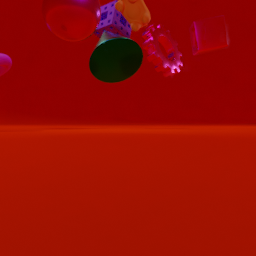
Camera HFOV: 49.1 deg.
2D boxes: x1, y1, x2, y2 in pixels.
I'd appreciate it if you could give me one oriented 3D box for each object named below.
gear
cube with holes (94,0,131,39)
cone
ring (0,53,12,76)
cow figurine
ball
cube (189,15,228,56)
[{"bbox_3d":[1.338,-2.948,10.627,0.367,1.986,1.986,-22,-14,41],"label":"gear"},{"bbox_3d":[-0.589,-4.049,10.925,1.064,1.064,1.064,-3,-20,39],"label":"cube with holes"},{"bbox_3d":[-0.512,-2.401,8.153,1.536,1.542,1.536,-12,-36,-9],"label":"cone"},{"bbox_3d":[-4.338,-1.708,8.367,1.755,0.351,1.755,-27,5,3],"label":"ring"},{"bbox_3d":[0.116,-3.772,8.468,0.877,1.598,1.572,-30,22,24],"label":"cow figurine"},{"bbox_3d":[-0.969,-2.017,4.852,1.001,1.001,1.001,0,1,0],"label":"ball"},{"bbox_3d":[2.508,-2.878,8.804,0.916,0.916,0.916,-10,6,4],"label":"cube"}]
